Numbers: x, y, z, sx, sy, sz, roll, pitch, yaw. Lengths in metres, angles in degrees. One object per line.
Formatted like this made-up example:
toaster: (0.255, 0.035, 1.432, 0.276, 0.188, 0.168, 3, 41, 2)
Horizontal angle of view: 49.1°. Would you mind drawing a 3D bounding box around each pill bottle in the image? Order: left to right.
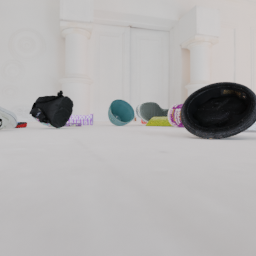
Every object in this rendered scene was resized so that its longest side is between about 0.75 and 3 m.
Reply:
pill bottle: (2.212, -0.454, 10.064, 0.885, 0.885, 1.577, -1, 1, -28)

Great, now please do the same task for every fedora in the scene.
fedora: (1.448, -0.179, 4.416, 1.171, 1.171, 0.535, 1, -33, 25)

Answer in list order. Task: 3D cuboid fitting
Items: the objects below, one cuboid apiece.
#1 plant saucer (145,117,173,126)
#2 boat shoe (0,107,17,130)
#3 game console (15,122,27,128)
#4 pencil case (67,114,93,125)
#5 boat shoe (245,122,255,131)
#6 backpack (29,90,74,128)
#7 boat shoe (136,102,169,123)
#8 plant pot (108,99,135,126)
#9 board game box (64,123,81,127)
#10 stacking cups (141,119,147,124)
plant saucer: (1.963, -0.296, 12.566, 1.761, 0.422, 1.758, 1, 2, 39)
boat shoe: (-3.254, -0.220, 6.902, 0.632, 0.577, 1.755, -12, -20, -4)
game console: (-4.373, -0.108, 9.848, 1.384, 0.215, 1.224, -1, 1, -3)
pencil case: (-2.426, -0.430, 14.114, 1.416, 0.605, 0.594, 1, -4, -4)
boat shoe: (3.549, -0.399, 6.434, 2.770, 0.982, 0.998, 0, 2, 4)
backpack: (-2.470, -0.509, 8.946, 1.417, 1.182, 0.897, 6, -30, 40)
boat shoe: (1.275, -0.621, 13.948, 0.957, 1.099, 2.983, -6, -7, 38)
plant pot: (-0.415, -0.571, 12.700, 1.220, 1.220, 0.821, -1, -28, -30)
board game box: (-2.611, -0.140, 11.864, 1.201, 0.194, 0.721, 0, 6, -16)
stacking cups: (1.804, -0.440, 17.043, 1.969, 0.596, 0.596, -5, 2, -5)
